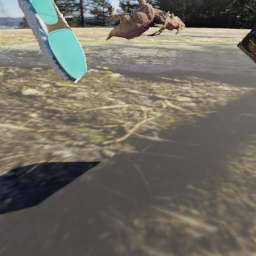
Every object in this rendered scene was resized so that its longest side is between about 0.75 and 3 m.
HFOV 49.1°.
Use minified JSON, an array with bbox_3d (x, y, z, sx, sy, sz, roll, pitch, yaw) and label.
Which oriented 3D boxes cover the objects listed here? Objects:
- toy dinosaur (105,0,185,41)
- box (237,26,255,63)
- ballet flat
[{"bbox_3d":[0.341,-3.132,8.447,2.402,1.628,1.031,-26,-19,12],"label":"toy dinosaur"},{"bbox_3d":[3.329,-2.146,6.565,0.822,0.947,1.549,44,10,2],"label":"box"},{"bbox_3d":[-2.028,-2.457,7.334,1.070,2.981,1.070,-26,1,0],"label":"ballet flat"}]
